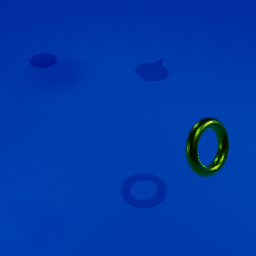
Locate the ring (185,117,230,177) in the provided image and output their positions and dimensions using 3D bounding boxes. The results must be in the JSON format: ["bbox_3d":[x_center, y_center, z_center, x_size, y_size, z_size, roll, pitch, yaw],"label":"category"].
[{"bbox_3d":[1.464,0.349,5.104,1.104,1.104,0.221,-34,22,-28],"label":"ring"}]
